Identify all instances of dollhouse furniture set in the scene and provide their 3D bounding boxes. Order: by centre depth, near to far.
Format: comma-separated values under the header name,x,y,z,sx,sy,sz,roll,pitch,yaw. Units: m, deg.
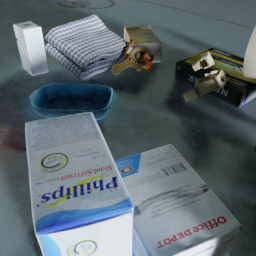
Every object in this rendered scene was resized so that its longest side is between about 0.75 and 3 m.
name,x,y,z,sx,sy,sz,roll,pitch,yaw
dollhouse furniture set,2.375,-1.746,9.382,1.362,1.204,0.757,-19,20,41

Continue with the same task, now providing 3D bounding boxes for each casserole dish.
name,x,y,z,sx,sy,sz,roll,pitch,yaw
casserole dish,-1.762,-0.846,9.239,2.841,0.551,1.721,2,37,4

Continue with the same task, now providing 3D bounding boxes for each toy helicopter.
name,x,y,z,sx,sy,sz,roll,pitch,yaw
toy helicopter,0.073,-2.809,11.538,1.838,0.725,1.216,-30,85,-10

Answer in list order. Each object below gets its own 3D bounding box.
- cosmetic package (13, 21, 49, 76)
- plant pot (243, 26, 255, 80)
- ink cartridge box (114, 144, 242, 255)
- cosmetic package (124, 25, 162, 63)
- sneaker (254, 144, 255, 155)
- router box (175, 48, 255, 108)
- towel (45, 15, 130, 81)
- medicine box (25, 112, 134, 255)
name,x,y,z,sx,sy,sz,roll,pitch,yaw
cosmetic package,-3.878,-3.183,11.266,0.762,1.879,1.060,-24,41,-32
plant pot,4.657,-2.351,8.281,1.508,2.247,2.247,26,44,33
ink cartridge box,0.706,1.579,5.582,1.717,0.991,2.366,-14,39,-18
cosmetic package,0.629,-3.974,13.120,1.372,0.927,2.607,-6,37,-8
sneaker,4.660,0.192,7.366,2.823,1.124,1.094,-29,20,-9
router box,3.628,-2.015,10.599,2.306,0.766,2.933,-28,45,-32
towel,-1.613,-3.463,11.736,2.431,1.257,2.936,38,50,19
medicine box,-0.870,1.331,4.868,1.264,2.238,2.457,-12,38,-16
